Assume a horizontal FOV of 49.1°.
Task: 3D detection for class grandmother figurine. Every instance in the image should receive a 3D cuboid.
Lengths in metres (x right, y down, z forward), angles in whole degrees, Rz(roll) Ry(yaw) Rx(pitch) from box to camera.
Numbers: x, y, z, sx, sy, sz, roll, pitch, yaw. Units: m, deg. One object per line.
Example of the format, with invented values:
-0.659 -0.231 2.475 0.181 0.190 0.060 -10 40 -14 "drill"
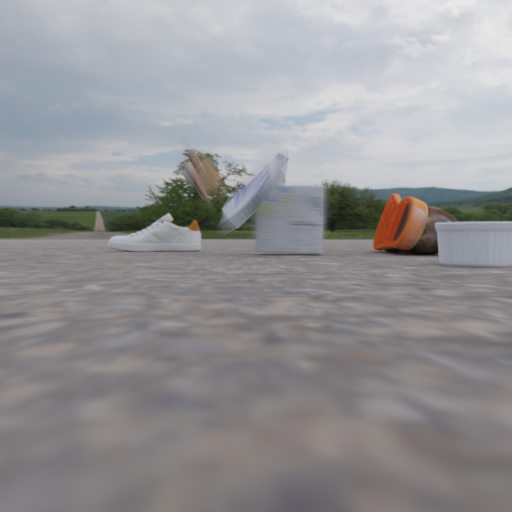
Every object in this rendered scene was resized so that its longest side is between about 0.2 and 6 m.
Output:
-1.021 -1.476 10.158 0.454 0.909 1.499 -6 15 -15 "grandmother figurine"

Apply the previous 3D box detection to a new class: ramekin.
2.572 -0.130 6.382 1.028 0.501 1.028 1 2 0 "ramekin"

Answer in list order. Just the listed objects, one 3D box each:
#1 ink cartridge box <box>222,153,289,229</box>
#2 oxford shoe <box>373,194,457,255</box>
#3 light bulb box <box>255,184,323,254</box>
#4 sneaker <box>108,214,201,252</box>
0.040 -1.059 8.986 0.262 1.338 0.666 43 6 -22 "ink cartridge box"
3.060 -0.467 10.816 1.207 1.180 3.310 18 9 1 "oxford shoe"
0.598 -0.670 9.933 1.172 1.182 0.738 2 7 4 "light bulb box"
-2.186 -0.491 12.062 1.961 0.830 0.714 -2 4 -12 "sneaker"
